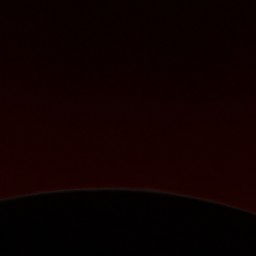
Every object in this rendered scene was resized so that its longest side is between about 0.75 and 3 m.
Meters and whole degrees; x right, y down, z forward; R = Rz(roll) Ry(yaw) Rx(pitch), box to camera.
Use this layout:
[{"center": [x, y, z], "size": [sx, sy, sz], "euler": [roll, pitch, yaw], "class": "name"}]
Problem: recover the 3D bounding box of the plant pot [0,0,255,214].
[{"center": [-0.148, -0.564, 0.972], "size": [2.794, 2.472, 2.794], "euler": [1, 5, 0], "class": "plant pot"}]
